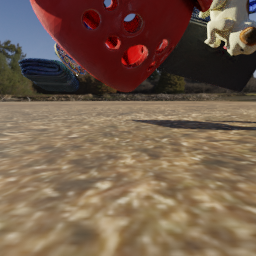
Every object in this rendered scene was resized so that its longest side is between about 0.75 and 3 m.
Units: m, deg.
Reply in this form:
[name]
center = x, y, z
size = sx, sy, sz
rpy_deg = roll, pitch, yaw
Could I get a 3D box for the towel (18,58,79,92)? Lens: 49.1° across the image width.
[towel]
center = -2.761, -1.932, 10.345
size = 1.588, 0.690, 2.844
rpy_deg = 4, -4, 0

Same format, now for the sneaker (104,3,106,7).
[sneaker]
center = -0.868, -3.634, 8.931
size = 0.548, 1.566, 0.705
rpy_deg = -20, -8, 0

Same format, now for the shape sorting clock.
[shape sorting clock]
center = -1.869, -2.296, 9.242
size = 0.260, 1.325, 1.325
rpy_deg = -40, -11, 23

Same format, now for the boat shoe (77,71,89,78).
[boat shoe]
center = -1.762, -2.714, 11.071
size = 0.643, 0.595, 1.741
rpy_deg = -26, -18, -30

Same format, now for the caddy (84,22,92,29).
[caddy]
center = -1.688, -4.018, 11.589
size = 0.667, 0.898, 1.271
rpy_deg = -38, 19, 45

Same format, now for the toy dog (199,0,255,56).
[toy dog]
center = 2.546, -2.503, 6.657
size = 1.628, 1.679, 1.172
rpy_deg = -27, -11, 16

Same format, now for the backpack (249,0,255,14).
[backpack]
center = 3.586, -3.926, 8.300
size = 1.013, 1.046, 1.246
rpy_deg = -20, 19, -17

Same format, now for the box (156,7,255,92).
[box]
center = 2.368, -2.830, 8.863
size = 2.838, 1.749, 2.815
rpy_deg = 13, 40, -8

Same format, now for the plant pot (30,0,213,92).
[plant pot]
center = 0.019, -2.443, 5.278
size = 2.486, 2.730, 2.730
rpy_deg = -39, -7, 19
